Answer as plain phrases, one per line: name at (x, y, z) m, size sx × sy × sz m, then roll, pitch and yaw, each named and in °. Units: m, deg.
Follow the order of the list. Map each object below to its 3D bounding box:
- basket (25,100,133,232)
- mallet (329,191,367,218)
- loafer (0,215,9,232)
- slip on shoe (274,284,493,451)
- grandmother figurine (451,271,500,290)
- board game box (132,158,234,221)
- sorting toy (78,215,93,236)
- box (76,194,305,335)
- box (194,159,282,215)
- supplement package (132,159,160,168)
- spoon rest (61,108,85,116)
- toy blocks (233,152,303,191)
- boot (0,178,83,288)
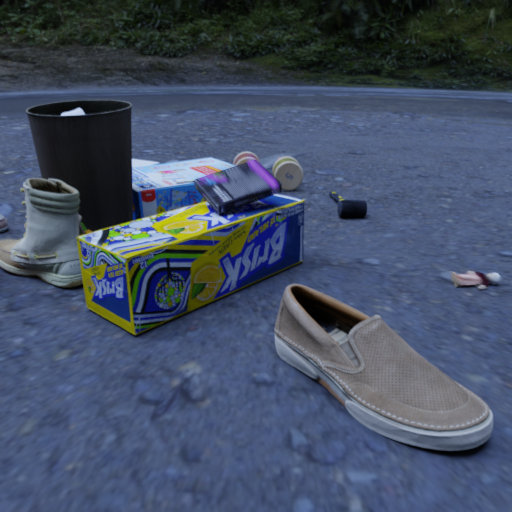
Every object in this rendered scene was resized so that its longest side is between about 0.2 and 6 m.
basket at (-3.484, -1.646, 11.673) m, size 1.958 × 2.880 × 2.597 m, roll 1°, pitch 22°, yaw 1°
mallet at (2.145, -1.398, 14.512) m, size 0.704 × 0.440 × 2.137 m, roll -1°, pitch 17°, yaw -15°
loafer at (-6.774, -0.991, 12.953) m, size 2.282 × 0.717 × 0.820 m, roll 9°, pitch 23°, yaw 21°
slip on shoe at (1.416, 1.245, 6.973) m, size 1.199 × 0.956 × 3.155 m, roll -15°, pitch 26°, yaw -33°
grandmother figurine at (3.962, 0.423, 10.037) m, size 0.820 × 0.248 × 0.497 m, roll -4°, pitch 48°, yaw -4°
board game box at (-1.905, -1.705, 14.215) m, size 3.050 × 0.871 × 3.115 m, roll -12°, pitch 21°, yaw -24°
sorting toy at (-3.224, -0.287, 10.567) m, size 0.208 × 1.156 × 1.551 m, roll -29°, pitch 34°, yaw -29°
box at (-0.914, -0.100, 9.884) m, size 1.435 × 1.317 × 4.097 m, roll 18°, pitch 29°, yaw 40°
box at (-0.330, -1.253, 10.034) m, size 1.302 × 0.235 × 0.931 m, roll -21°, pitch 47°, yaw -22°
supplement package at (-3.410, -2.230, 15.917) m, size 1.117 × 0.842 × 0.848 m, roll 12°, pitch 25°, yaw 28°
spoon rest at (-3.330, -2.048, 11.285) m, size 1.193 × 2.401 × 0.728 m, roll -18°, pitch 58°, yaw -8°
toy blocks at (0.307, -2.657, 16.978) m, size 1.984 × 0.864 × 2.380 m, roll -2°, pitch 22°, yaw -4°
boot at (-4.026, -0.532, 10.271) m, size 2.373 × 1.835 × 0.855 m, roll 13°, pitch 25°, yaw 30°
